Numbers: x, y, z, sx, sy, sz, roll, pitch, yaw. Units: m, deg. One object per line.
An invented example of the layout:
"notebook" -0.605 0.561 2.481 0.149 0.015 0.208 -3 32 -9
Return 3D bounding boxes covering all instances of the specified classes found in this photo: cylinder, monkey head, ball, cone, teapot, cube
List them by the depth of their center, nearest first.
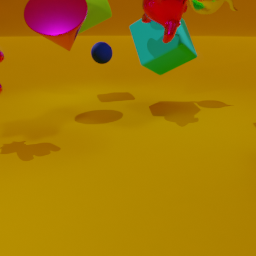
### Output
"monkey head" 0.814 -2.813 6.813 1.072 1.280 1.779 20 -8 -8
"cone" -1.810 -2.674 7.831 1.624 1.624 1.630 1 -23 2
"teapot" 2.400 -3.863 8.338 1.824 0.893 1.134 15 64 13
"cube" 1.107 -2.666 8.666 1.390 1.390 1.390 -23 -15 27
"cylinder" -1.451 -4.139 9.529 1.367 1.367 1.367 -28 23 -1
"ball" -1.044 -2.990 11.167 0.858 0.858 0.858 0 20 0

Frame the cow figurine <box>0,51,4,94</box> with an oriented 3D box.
"cow figurine" -3.050 -1.084 5.596 1.382 1.404 0.771 28 22 37
